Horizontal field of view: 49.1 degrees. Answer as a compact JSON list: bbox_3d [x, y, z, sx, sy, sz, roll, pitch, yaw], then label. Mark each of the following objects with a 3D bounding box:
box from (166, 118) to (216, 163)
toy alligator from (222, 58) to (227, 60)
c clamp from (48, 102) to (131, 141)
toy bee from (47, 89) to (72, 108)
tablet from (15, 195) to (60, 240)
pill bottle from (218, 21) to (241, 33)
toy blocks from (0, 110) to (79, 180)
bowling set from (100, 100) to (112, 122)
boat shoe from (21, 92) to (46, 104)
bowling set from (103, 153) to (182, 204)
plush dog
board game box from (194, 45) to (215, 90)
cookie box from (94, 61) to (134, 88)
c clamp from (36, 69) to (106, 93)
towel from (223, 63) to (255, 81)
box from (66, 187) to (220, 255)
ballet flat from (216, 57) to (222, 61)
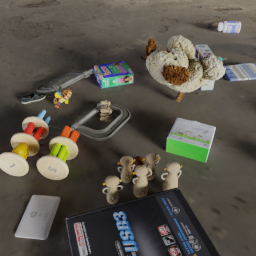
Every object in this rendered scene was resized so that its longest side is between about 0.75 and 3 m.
[{"bbox_3d":[2.047,0.346,9.122,1.330,0.643,1.174,14,41,17],"label":"box"},{"bbox_3d":[4.656,-3.434,14.261,0.780,0.231,0.212,-2,80,-4],"label":"toy alligator"},{"bbox_3d":[-1.207,-0.340,10.136,2.164,0.343,2.533,23,41,28],"label":"c clamp"},{"bbox_3d":[-2.685,-1.105,11.117,0.716,1.094,0.595,15,57,-38],"label":"toy bee"},{"bbox_3d":[-2.288,2.250,7.185,0.806,0.085,1.239,4,38,5],"label":"tablet"},{"bbox_3d":[6.299,-6.289,17.442,1.250,0.700,0.700,4,39,5],"label":"pill bottle"},{"bbox_3d":[-2.533,0.347,8.900,2.137,0.931,2.564,4,38,6],"label":"toy blocks"},{"bbox_3d":[-0.822,-0.635,10.517,0.426,0.794,0.553,4,4,-6],"label":"bowling set"},{"bbox_3d":[-3.863,-1.305,11.455,1.012,0.336,0.378,-18,42,-22],"label":"boat shoe"},{"bbox_3d":[0.252,1.108,7.761,2.136,1.147,1.486,-9,40,-11],"label":"bowling set"},{"bbox_3d":[1.689,-2.168,10.353,2.421,2.261,2.819,8,31,-40],"label":"plush dog"},{"bbox_3d":[3.364,-2.711,12.423,0.582,1.337,1.812,-3,39,-4],"label":"board game box"},{"bbox_3d":[-0.649,-2.433,12.684,1.499,0.563,1.282,-13,42,-15],"label":"cookie box"},{"bbox_3d":[-2.580,-2.040,11.993,2.555,0.346,2.183,-33,34,-29],"label":"c clamp"},{"bbox_3d":[5.438,-2.621,13.221,1.861,0.221,1.367,-6,41,-4],"label":"towel"},{"bbox_3d":[0.371,2.871,5.912,2.929,0.733,2.951,-10,39,-14],"label":"box"},{"bbox_3d":[4.140,-3.253,13.857,1.300,0.442,0.437,-28,39,-32],"label":"ballet flat"}]
